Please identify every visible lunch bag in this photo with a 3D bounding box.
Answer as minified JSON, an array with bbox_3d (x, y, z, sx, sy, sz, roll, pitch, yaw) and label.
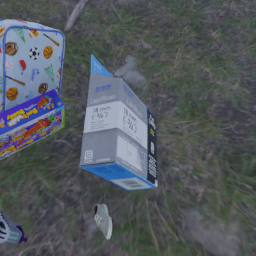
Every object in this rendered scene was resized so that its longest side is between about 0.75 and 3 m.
[{"bbox_3d":[-2.286,-1.232,6.422,0.853,2.256,1.808,24,23,29],"label":"lunch bag"}]

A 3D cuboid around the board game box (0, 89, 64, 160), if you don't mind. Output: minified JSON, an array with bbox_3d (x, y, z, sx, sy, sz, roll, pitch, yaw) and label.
[{"bbox_3d":[-2.039,0.029,5.204,1.725,1.160,0.386,-29,79,-20],"label":"board game box"}]

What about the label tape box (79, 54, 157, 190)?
[{"bbox_3d":[-0.071,-0.151,5.769,0.779,1.775,2.462,-11,62,25],"label":"label tape box"}]

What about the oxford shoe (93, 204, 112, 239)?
[{"bbox_3d":[-0.529,1.888,5.702,0.288,0.375,0.997,13,15,-21],"label":"oxford shoe"}]

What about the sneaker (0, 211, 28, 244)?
[{"bbox_3d":[-2.013,1.661,4.605,1.068,0.468,0.398,8,70,56],"label":"sneaker"}]
